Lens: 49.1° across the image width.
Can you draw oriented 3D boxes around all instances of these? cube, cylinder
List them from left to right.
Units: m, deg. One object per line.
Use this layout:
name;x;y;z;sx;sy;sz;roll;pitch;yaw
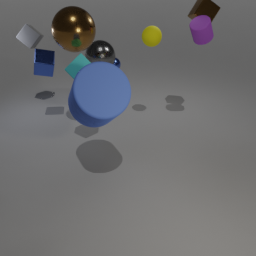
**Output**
cube;-3.983;-3.730;11.424;0.700;0.700;0.700;38;9;-14
cube;-3.116;-2.417;10.409;0.700;0.700;0.700;3;61;-19
cube;-1.401;-1.732;8.580;0.700;0.700;0.700;-45;3;0
cylinder;-0.775;-0.796;7.181;1.400;1.400;1.400;-10;-5;-18
cylinder;2.520;-3.340;9.578;0.700;0.700;0.700;-13;56;20
cube;2.681;-4.110;9.933;0.700;0.700;0.700;29;10;-16

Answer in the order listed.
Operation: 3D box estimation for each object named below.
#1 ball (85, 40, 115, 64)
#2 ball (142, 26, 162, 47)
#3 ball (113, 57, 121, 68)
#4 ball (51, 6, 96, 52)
ball;-1.280;-3.346;12.987;1.400;1.400;1.400;0;29;0
ball;0.828;-3.197;9.770;0.700;0.700;0.700;0;29;0
ball;-0.712;-3.155;13.895;0.700;0.700;0.700;0;29;0
ball;-1.734;-3.150;8.979;1.400;1.400;1.400;0;29;0
